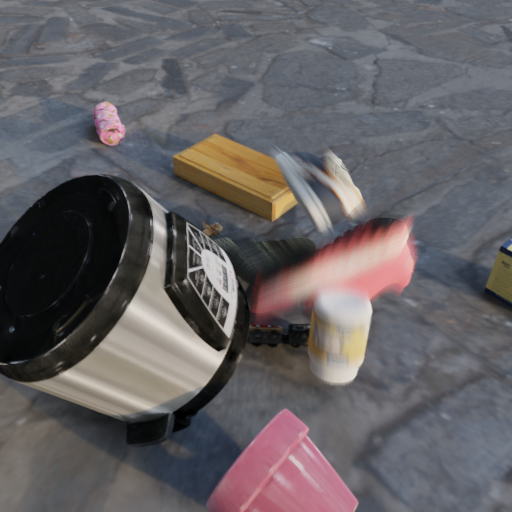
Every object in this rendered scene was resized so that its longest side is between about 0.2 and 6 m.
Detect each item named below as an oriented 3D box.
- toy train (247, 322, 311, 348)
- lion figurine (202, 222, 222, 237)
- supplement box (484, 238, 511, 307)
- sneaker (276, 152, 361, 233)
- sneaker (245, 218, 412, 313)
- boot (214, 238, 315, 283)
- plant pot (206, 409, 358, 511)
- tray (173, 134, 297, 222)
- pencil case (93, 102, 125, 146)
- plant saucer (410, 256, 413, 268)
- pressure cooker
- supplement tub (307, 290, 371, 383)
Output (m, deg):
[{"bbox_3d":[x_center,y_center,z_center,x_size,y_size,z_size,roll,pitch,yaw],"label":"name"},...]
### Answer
[{"bbox_3d":[0.113,1.333,9.694,2.014,0.344,0.461,1,36,1],"label":"toy train"},{"bbox_3d":[-1.079,-0.483,11.985,0.430,0.254,0.702,33,64,24],"label":"lion figurine"},{"bbox_3d":[5.007,0.350,10.234,0.768,1.143,1.144,-30,48,-31],"label":"supplement box"},{"bbox_3d":[1.153,-1.349,10.425,1.011,0.998,2.546,-28,36,2],"label":"sneaker"},{"bbox_3d":[1.251,0.495,9.271,2.958,1.283,1.090,-22,19,4],"label":"sneaker"},{"bbox_3d":[0.052,-0.070,10.737,1.895,0.684,1.431,-16,22,-38],"label":"boot"},{"bbox_3d":[0.407,2.965,6.977,1.401,1.565,1.565,38,51,16],"label":"plant pot"},{"bbox_3d":[-0.353,-1.981,13.486,3.138,0.581,1.548,29,48,29],"label":"tray"},{"bbox_3d":[-4.068,-3.657,15.417,0.690,0.660,1.594,4,34,-29],"label":"pencil case"},{"bbox_3d":[2.375,0.206,10.096,0.880,0.880,0.221,7,43,9],"label":"plant saucer"},{"bbox_3d":[-1.757,0.787,8.095,3.005,3.364,2.959,30,81,43],"label":"pressure cooker"},{"bbox_3d":[1.267,1.231,8.656,0.884,1.222,0.884,4,23,-1],"label":"supplement tub"}]
